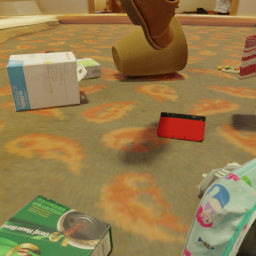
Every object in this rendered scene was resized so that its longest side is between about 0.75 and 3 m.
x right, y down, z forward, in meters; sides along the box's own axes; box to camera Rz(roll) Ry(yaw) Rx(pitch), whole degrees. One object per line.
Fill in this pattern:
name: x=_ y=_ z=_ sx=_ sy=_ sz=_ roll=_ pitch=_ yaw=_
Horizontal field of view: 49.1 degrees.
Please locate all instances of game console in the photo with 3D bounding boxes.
game console: x=1.632 y=-0.019 z=8.519 sx=1.344 sy=0.798 sz=1.158 roll=7 pitch=-3 yaw=13

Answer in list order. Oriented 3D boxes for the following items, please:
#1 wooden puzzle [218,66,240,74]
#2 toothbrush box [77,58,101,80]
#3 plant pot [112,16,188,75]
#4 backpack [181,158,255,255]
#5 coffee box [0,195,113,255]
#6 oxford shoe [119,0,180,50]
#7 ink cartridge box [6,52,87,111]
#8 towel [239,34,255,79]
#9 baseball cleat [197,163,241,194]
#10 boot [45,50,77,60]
wooden puzzle: x=5.338 y=-3.030 z=14.390 sx=1.508 sy=0.176 sz=1.017 roll=11 pitch=29 yaw=20
toothbrush box: x=-2.070 y=-2.881 z=13.567 sx=1.087 sy=0.642 sz=1.493 roll=-13 pitch=31 yaw=-23
plant pot: x=0.830 y=-3.637 z=13.249 sx=2.968 sy=2.766 sz=2.766 roll=-20 pitch=31 yaw=-11
backpack: x=1.885 y=1.479 z=3.234 sx=2.555 sy=2.268 sz=1.924 roll=-13 pitch=37 yaw=-32
coffee box: x=-1.523 y=2.105 z=3.822 sx=1.628 sy=0.582 sz=2.647 roll=14 pitch=30 yaw=25
oxford shoe: x=0.732 y=-2.582 z=6.341 sx=1.057 sy=1.057 sz=2.965 roll=-21 pitch=-9 yaw=18
ink cartridge box: x=-2.872 y=-1.795 z=10.330 sx=2.605 sy=1.631 sz=1.675 roll=-7 pitch=28 yaw=-14
towel: x=3.957 y=-2.068 z=8.002 sx=1.365 sy=1.895 sz=0.216 roll=-11 pitch=63 yaw=10
baseball cleat: x=2.128 y=1.114 z=5.897 sx=1.393 sy=0.486 sz=0.741 roll=-21 pitch=33 yaw=-34
boot: x=-3.266 y=-3.209 z=14.021 sx=1.938 sy=0.724 sz=0.939 roll=14 pitch=33 yaw=-18
